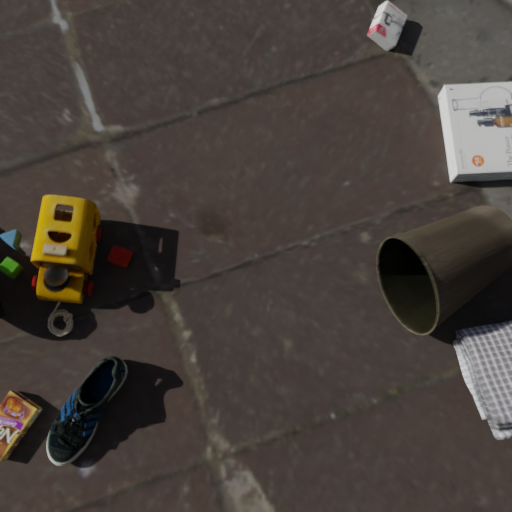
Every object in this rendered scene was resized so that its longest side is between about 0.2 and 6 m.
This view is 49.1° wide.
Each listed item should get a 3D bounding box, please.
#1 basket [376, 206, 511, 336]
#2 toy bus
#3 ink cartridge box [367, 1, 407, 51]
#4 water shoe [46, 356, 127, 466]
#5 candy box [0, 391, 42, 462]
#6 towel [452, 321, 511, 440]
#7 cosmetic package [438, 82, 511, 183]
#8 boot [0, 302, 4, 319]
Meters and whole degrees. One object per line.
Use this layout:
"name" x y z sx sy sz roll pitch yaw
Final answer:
"basket" 3.451 0.095 9.900 2.172 1.958 1.477 -26 33 -20
"toy bus" -3.500 -0.024 10.114 2.058 1.127 2.181 -40 83 -16
"ink cartridge box" 2.775 -4.872 11.848 0.583 0.335 0.803 28 76 -20
"water shoe" -3.038 2.634 9.707 0.739 0.816 2.067 27 77 7
"candy box" -4.370 2.992 9.888 0.610 0.295 1.046 31 79 7
"towel" 4.454 2.030 9.578 1.583 0.818 1.911 -9 52 -2
"cosmetic package" 4.561 -2.488 11.240 1.483 0.508 1.967 -4 75 2
"boot" -6.279 0.728 10.021 2.490 1.132 2.963 -39 72 -13
